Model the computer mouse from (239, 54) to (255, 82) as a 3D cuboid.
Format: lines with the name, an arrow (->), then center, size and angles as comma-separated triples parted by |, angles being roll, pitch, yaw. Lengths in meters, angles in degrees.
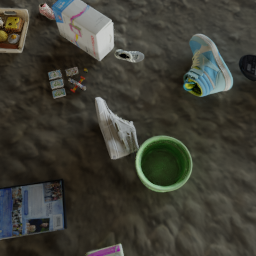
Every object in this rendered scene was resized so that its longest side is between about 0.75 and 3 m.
computer mouse -> 5.582, -1.765, 11.030 | 2.760, 0.635, 1.938 | 11, 71, -2

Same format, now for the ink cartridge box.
ink cartridge box -> -1.759, -4.039, 11.316 | 2.314, 1.672, 0.979 | 35, 72, 13

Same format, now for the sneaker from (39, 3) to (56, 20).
sneaker -> -3.548, -5.185, 12.424 | 0.955, 0.499, 0.360 | 28, 69, 10

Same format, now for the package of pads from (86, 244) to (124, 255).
package of pads -> -0.667, 4.194, 8.690 | 1.147, 0.391, 0.886 | -14, 69, -6

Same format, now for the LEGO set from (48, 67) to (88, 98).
LEGO set -> -2.329, -1.934, 11.188 | 1.592, 0.391, 1.189 | -14, 72, -6

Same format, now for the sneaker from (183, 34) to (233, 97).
sneaker -> 2.715, -2.435, 11.011 | 1.759, 1.071, 2.694 | -22, 69, -10

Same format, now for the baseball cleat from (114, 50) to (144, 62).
baseball cleat -> 0.107, -2.248, 8.909 | 1.071, 0.373, 0.570 | -3, 26, -26

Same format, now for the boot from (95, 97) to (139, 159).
boot -> -0.401, -0.104, 10.270 | 1.147, 0.883, 2.400 | -15, 77, -13

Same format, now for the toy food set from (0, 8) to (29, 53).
toy food set -> -5.246, -4.175, 11.908 | 1.614, 0.679, 2.249 | 2, 68, 1

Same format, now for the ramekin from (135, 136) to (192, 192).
ramekin -> 1.164, 1.292, 9.576 | 1.871, 0.914, 1.871 | 0, 68, 0

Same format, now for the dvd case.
dvd case -> -3.277, 2.692, 9.401 | 2.353, 0.206, 1.679 | -8, 67, -3
